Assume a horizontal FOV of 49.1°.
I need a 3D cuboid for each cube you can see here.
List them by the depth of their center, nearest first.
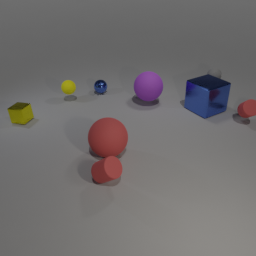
[{"bbox_3d":[-4.620,-0.643,12.088,0.700,0.700,0.700,6,31,17],"label":"cube"},{"bbox_3d":[3.597,-1.481,12.810,1.400,1.400,1.400,-19,35,-26],"label":"cube"}]

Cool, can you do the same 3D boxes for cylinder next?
[{"bbox_3d":[-0.646,1.274,8.526,0.700,0.700,0.700,-27,8,42],"label":"cylinder"},{"bbox_3d":[5.073,-0.807,11.790,0.700,0.700,0.700,1,-5,2],"label":"cylinder"}]

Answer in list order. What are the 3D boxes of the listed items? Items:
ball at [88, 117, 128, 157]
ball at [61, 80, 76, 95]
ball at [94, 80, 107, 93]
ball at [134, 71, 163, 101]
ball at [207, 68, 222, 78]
[{"bbox_3d":[-0.697,0.329,9.777,1.400,1.400,1.400,0,31,0],"label":"ball"},{"bbox_3d":[-2.881,-1.971,13.581,0.700,0.700,0.700,0,31,0],"label":"ball"},{"bbox_3d":[-1.426,-2.163,14.572,0.700,0.700,0.700,0,31,0],"label":"ball"},{"bbox_3d":[0.971,-1.981,13.329,1.400,1.400,1.400,0,31,0],"label":"ball"},{"bbox_3d":[4.317,-2.660,14.019,0.700,0.700,0.700,0,31,0],"label":"ball"}]
